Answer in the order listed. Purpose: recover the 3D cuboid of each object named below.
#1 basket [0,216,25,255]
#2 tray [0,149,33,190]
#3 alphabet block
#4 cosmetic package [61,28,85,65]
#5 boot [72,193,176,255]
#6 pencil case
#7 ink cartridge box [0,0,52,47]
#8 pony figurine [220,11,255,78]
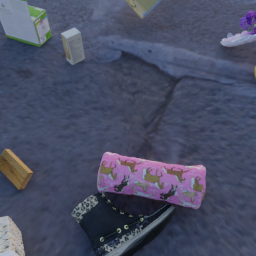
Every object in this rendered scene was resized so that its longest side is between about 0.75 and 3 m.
[{"bbox_3d":[-2.625,2.306,4.993,1.422,0.964,0.877,-14,48,-11],"label":"basket"},{"bbox_3d":[-2.618,0.935,6.414,0.938,0.174,0.463,35,98,25],"label":"tray"},{"bbox_3d":[0.586,-5.010,9.805,1.518,1.510,1.546,-44,102,6],"label":"alphabet block"},{"bbox_3d":[-1.730,-2.578,8.885,0.536,1.020,0.362,-32,58,-23],"label":"cosmetic package"},{"bbox_3d":[-0.091,1.746,5.628,1.822,0.658,1.376,-30,55,-23],"label":"boot"},{"bbox_3d":[0.464,1.079,5.938,2.271,0.983,0.940,8,43,7],"label":"pencil case"},{"bbox_3d":[-3.548,-3.905,9.305,1.503,2.033,0.770,20,54,15],"label":"ink cartridge box"},{"bbox_3d":[4.135,-2.994,8.390,2.426,2.913,2.812,5,32,14],"label":"pony figurine"}]
